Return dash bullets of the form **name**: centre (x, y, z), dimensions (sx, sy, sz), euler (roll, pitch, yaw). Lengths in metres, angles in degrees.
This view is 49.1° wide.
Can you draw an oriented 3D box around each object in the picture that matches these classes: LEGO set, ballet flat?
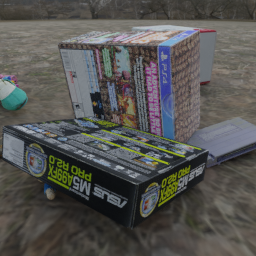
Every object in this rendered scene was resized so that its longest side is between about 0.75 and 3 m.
- **LEGO set**: centre (-4.418, -1.581, 10.362), dimensions (0.558, 0.519, 1.360), euler (0, 26, 1)
- **ballet flat**: centre (-3.784, -1.113, 8.736), dimensions (0.758, 0.793, 2.252), euler (-46, 33, -12)

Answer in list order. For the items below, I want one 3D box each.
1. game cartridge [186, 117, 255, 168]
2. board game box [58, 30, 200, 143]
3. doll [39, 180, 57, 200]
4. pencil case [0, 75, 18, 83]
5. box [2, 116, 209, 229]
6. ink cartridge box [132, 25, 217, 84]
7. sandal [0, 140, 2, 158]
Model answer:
- **game cartridge**: centre (2.210, 0.285, 6.452), dimensions (1.785, 0.343, 1.157), euler (-17, 25, -16)
- **board game box**: centre (0.074, -0.985, 6.592), dimensions (2.895, 2.308, 1.402), euler (13, 34, 32)
- **doll**: centre (-1.005, 0.977, 5.011), dimensions (1.655, 0.401, 1.129), euler (13, 27, 26)
- **pencil case**: centre (-4.965, -2.016, 11.517), dimensions (0.798, 0.331, 0.345), euler (8, -13, 16)
- **box**: centre (-0.394, 0.483, 5.066), dimensions (2.959, 0.655, 2.370), euler (17, 15, 33)
- **ink cartridge box**: centre (1.758, -3.071, 11.638), dimensions (2.114, 2.104, 2.909), euler (-14, 29, -28)
- **sandal**: centre (-2.255, 0.226, 6.483), dimensions (1.864, 0.509, 0.762), euler (-8, 26, -17)
